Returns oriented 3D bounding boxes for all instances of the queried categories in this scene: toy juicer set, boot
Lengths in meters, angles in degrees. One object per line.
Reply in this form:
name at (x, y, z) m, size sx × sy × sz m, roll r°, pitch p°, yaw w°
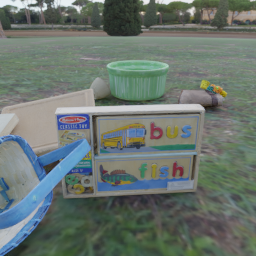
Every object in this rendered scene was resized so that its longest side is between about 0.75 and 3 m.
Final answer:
toy juicer set at (3.458, -1.466, 11.014) m, size 0.964 × 0.413 × 1.516 m, roll 23°, pitch -1°, yaw 28°
boot at (2.665, -1.002, 10.168) m, size 1.462 × 0.703 × 2.000 m, roll 9°, pitch 24°, yaw 17°

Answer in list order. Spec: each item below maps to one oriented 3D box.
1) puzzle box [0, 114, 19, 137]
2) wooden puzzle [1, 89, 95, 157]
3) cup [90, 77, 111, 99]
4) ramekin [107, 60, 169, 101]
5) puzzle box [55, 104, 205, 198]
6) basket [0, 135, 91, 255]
puzzle box at (-3.798, 0.175, 6.824) m, size 1.949 × 0.248 × 1.297 m, roll -1°, pitch 44°, yaw 19°
wooden puzzle at (-2.092, -0.049, 7.190) m, size 2.620 × 0.527 × 2.833 m, roll -12°, pitch 33°, yaw -2°
cup at (-1.214, -1.531, 11.431) m, size 0.628 × 0.878 × 0.878 m, roll -42°, pitch 39°, yaw -20°
ramekin at (0.407, -2.064, 11.987) m, size 2.598 × 1.269 × 2.598 m, roll 0°, pitch 22°, yaw 0°
puzzle box at (0.054, 0.437, 5.173) m, size 2.603 × 1.732 × 0.331 m, roll -2°, pitch 21°, yaw -5°
basket at (-1.726, 0.880, 4.108) m, size 2.128 × 1.480 × 1.877 m, roll -24°, pitch 11°, yaw 27°
